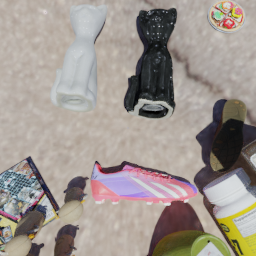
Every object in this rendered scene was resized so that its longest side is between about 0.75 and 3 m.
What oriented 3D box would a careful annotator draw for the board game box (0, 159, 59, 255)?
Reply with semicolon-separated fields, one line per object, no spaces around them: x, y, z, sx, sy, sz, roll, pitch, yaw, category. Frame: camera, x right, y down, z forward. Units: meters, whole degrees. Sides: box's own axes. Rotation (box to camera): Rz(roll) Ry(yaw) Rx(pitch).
-2.878;1.952;6.335;2.258;0.391;1.530;-32;79;-7;board game box

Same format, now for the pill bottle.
2.575;1.969;5.926;1.180;1.180;2.065;-29;78;-7;pill bottle

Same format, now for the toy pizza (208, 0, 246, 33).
2.715;-3.088;7.662;1.038;0.165;1.038;0;77;0;toy pizza

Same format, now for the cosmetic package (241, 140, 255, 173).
3.028;0.775;5.431;0.918;2.582;1.358;-37;79;14;cosmetic package

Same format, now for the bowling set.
-1.674;2.575;5.402;2.785;1.495;1.939;-30;96;-4;bowling set

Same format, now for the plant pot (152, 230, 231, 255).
1.320;2.581;5.376;1.454;1.554;1.454;5;57;-7;plant pot

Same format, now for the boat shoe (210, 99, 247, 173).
2.365;0.223;6.601;0.641;0.601;1.780;15;76;15;boat shoe

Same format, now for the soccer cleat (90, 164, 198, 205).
0.346;1.248;6.314;2.411;0.804;0.922;-2;79;3;soccer cleat

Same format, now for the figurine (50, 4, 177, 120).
-0.274;-1.837;6.874;2.992;1.288;2.920;6;73;2;figurine
